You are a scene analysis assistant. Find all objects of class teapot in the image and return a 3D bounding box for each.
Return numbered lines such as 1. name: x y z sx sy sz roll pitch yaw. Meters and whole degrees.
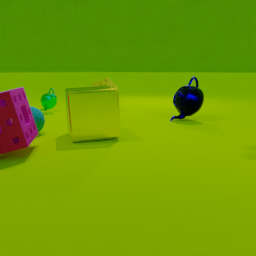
1. teapot: 1.919 -0.900 9.297 0.835 1.705 1.060 25 -2 -31
2. teapot: -3.100 -1.032 10.788 0.522 1.066 0.663 33 14 25

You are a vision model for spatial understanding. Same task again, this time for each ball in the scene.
1. ball: -2.576 -0.186 7.348 0.752 0.752 0.752 0 12 0

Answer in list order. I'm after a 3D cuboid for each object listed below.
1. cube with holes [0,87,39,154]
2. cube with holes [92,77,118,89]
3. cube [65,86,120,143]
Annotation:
1. cube with holes: -2.630 -0.130 5.705 1.102 1.102 1.102 -15 14 -4
2. cube with holes: -0.888 -1.368 10.905 0.749 0.749 0.749 -18 -34 22
3. cube: -0.926 -0.405 7.136 1.201 1.201 1.201 -6 13 -14
